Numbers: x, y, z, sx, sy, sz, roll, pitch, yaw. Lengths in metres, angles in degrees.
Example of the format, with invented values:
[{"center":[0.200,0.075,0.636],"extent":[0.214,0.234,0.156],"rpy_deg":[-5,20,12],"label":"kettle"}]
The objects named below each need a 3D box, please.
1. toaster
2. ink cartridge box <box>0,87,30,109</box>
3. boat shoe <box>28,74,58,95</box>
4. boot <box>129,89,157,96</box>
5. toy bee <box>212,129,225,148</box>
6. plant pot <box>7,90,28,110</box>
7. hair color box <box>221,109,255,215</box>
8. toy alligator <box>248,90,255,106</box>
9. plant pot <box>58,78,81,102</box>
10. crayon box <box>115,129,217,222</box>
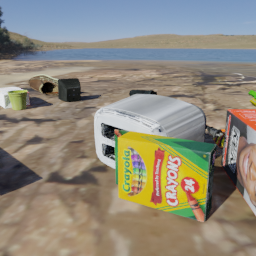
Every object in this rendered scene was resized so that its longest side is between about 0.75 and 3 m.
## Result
[{"center":[0.477,0.179,6.180],"extent":[2.648,1.505,1.711],"rpy_deg":[18,28,39],"label":"toaster"},{"center":[-5.376,-1.429,12.823],"extent":[1.115,0.646,1.914],"rpy_deg":[-13,23,-36],"label":"ink cartridge box"},{"center":[-4.437,-2.300,15.120],"extent":[2.786,1.029,1.031],"rpy_deg":[9,25,26],"label":"boat shoe"},{"center":[0.667,-1.606,13.554],"extent":[1.252,0.565,1.528],"rpy_deg":[7,11,15],"label":"boot"},{"center":[2.812,0.340,6.966],"extent":[1.056,0.877,1.613],"rpy_deg":[-13,-5,-11],"label":"toy bee"},{"center":[-4.600,-1.160,11.755],"extent":[0.826,0.760,0.826],"rpy_deg":[0,16,0],"label":"plant pot"},{"center":[2.455,0.611,4.906],"extent":[0.820,1.359,2.678],"rpy_deg":[1,16,1],"label":"hair color box"},{"center":[5.956,-1.072,11.629],"extent":[0.741,0.810,2.731],"rpy_deg":[38,8,-17],"label":"toy alligator"},{"center":[-2.740,-1.755,13.483],"extent":[1.023,1.020,0.907],"rpy_deg":[-9,31,-28],"label":"plant pot"},{"center":[0.478,0.746,4.791],"extent":[1.868,1.186,0.475],"rpy_deg":[8,18,28],"label":"crayon box"}]
